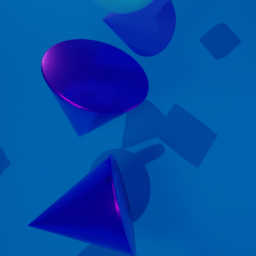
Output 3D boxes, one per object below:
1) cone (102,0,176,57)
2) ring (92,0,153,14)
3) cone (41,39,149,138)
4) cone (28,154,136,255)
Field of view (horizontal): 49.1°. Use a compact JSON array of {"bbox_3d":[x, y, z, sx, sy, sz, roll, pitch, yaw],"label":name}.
[{"bbox_3d":[-0.014,-1.861,4.897,1.249,1.244,1.244,-20,71,-48],"label":"cone"},{"bbox_3d":[-0.011,-2.179,3.629,1.349,1.349,0.270,-26,47,-7],"label":"ring"},{"bbox_3d":[-0.696,-0.334,4.815,1.649,1.655,1.649,11,48,-13],"label":"cone"},{"bbox_3d":[-0.835,1.375,4.486,1.593,1.587,1.587,-14,75,2],"label":"cone"}]
